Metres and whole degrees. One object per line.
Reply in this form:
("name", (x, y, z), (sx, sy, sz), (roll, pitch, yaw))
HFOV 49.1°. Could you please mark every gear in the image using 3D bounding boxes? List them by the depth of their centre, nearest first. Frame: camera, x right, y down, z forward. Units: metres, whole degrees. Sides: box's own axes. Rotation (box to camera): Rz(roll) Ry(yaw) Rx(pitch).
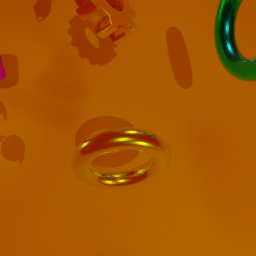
("gear", (-0.525, -2.547, 5.225), (0.355, 1.921, 1.921), (-24, 68, 29))

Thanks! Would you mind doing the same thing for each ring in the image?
("ring", (2.249, -1.887, 5.028), (0.418, 2.090, 2.090), (-6, 70, -16))
("ring", (-0.118, 0.627, 5.250), (1.868, 1.868, 0.374), (-6, 53, -2))

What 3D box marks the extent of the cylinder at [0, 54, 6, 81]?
("cylinder", (-3.511, -1.592, 6.810), (0.844, 0.844, 0.844), (-1, 34, 1))
